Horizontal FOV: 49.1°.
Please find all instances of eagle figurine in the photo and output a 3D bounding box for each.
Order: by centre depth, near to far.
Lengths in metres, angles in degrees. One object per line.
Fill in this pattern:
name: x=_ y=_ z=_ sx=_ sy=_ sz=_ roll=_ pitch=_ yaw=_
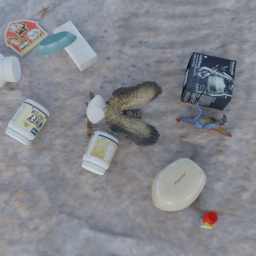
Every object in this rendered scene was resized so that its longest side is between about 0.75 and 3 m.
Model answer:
eagle figurine: x=-0.142 y=-0.636 z=10.534 sx=2.865 sy=2.174 sz=2.162 roll=6 pitch=52 yaw=7

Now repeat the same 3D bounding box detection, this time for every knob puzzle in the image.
knob puzzle: x=-4.796 y=-4.284 z=12.641 sx=2.015 sy=0.279 sz=2.015 roll=0 pitch=70 yaw=0

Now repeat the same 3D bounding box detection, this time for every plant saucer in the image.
plant saucer: x=-2.141 y=-2.547 z=8.244 sx=1.275 sy=0.229 sz=1.275 roll=-14 pitch=35 yaw=10

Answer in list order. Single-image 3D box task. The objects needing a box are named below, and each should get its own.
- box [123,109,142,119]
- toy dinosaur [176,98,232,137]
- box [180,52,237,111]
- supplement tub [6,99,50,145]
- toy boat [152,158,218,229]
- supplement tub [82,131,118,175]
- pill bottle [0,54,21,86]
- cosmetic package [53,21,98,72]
box: x=0.140 y=-0.513 z=11.287 sx=0.780 sy=0.292 sz=0.390 roll=-5 pitch=70 yaw=-3
toy dinosaur: x=2.834 y=-0.121 z=10.875 sx=1.798 sy=1.981 sz=1.040 roll=-11 pitch=26 yaw=34
box: x=3.232 y=-1.875 z=11.341 sx=1.794 sy=1.131 sz=1.825 roll=13 pitch=71 yaw=3
supplement tub: x=-3.856 y=-0.223 z=10.756 sx=1.090 sy=1.090 sz=1.503 roll=26 pitch=73 yaw=9
toy boat: x=2.078 y=2.450 z=9.878 sx=2.155 sy=1.191 sz=2.564 roll=-35 pitch=66 yaw=-16
supplement tub: x=-1.046 y=0.922 z=10.374 sx=1.016 sy=1.016 sz=1.408 roll=20 pitch=72 yaw=7
pill bottle: x=-5.756 y=-2.366 z=11.367 sx=2.461 sy=1.370 sz=1.370 roll=-1 pitch=70 yaw=0
cosmetic package: x=-2.289 y=-3.586 z=12.235 sx=0.912 sy=0.559 sz=2.209 roll=-33 pitch=74 yaw=-11
